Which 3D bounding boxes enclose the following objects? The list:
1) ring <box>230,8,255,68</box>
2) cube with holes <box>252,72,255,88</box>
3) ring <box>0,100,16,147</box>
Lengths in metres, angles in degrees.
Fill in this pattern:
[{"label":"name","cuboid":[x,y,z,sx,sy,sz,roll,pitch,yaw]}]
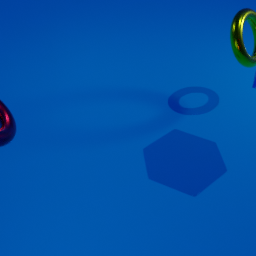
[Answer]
[{"label":"ring","cuboid":[3.179,-2.359,7.375,1.534,1.534,0.307,-42,26,-31]},{"label":"cube with holes","cuboid":[3.137,-1.418,5.097,1.292,1.292,1.292,12,87,21]},{"label":"ring","cuboid":[-2.442,-0.263,4.500,0.286,1.431,1.431,-42,52,13]}]
